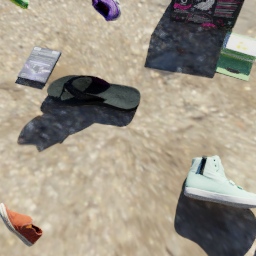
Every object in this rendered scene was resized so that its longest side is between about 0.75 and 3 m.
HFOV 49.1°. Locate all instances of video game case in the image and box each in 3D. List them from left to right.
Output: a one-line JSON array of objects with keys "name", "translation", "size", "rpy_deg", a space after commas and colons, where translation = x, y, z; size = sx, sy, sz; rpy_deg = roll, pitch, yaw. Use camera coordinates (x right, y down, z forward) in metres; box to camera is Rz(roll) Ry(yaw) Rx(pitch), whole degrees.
[{"name": "video game case", "translation": [-2.726, -1.959, 8.670], "size": [0.917, 0.122, 1.283], "rpy_deg": [14, 64, 7]}]

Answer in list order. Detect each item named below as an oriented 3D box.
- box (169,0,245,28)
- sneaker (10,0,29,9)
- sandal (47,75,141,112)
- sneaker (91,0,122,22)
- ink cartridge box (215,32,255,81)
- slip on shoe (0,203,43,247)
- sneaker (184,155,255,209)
[{"name": "box", "translation": [2.615, -4.416, 9.306], "size": [2.209, 1.267, 1.460], "rpy_deg": [9, 63, 5]}, {"name": "sneaker", "translation": [-1.804, -2.470, 4.514], "size": [0.474, 0.420, 1.134], "rpy_deg": [-21, 78, 29]}, {"name": "sandal", "translation": [-0.970, -1.110, 7.917], "size": [2.698, 0.646, 1.014], "rpy_deg": [7, 62, 4]}, {"name": "sneaker", "translation": [-0.780, -3.530, 7.393], "size": [1.558, 0.628, 0.650], "rpy_deg": [53, 47, -5]}, {"name": "ink cartridge box", "translation": [3.418, -2.265, 8.714], "size": [1.079, 0.355, 1.482], "rpy_deg": [20, 62, 10]}, {"name": "slip on shoe", "translation": [-1.583, 1.394, 4.132], "size": [0.307, 1.005, 0.372], "rpy_deg": [-37, 42, -17]}, {"name": "sneaker", "translation": [2.371, 1.226, 6.621], "size": [1.912, 0.704, 1.128], "rpy_deg": [11, 69, 8]}]
